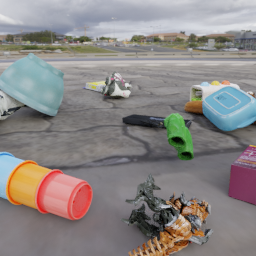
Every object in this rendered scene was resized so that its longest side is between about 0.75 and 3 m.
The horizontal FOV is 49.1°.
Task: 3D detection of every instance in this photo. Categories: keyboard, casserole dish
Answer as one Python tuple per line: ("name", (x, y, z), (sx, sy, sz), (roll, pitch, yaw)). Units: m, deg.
("keyboard", (0.864, -0.163, 8.753), (2.057, 0.264, 1.235), (6, 12, 21))
("casserole dish", (2.996, -0.686, 8.356), (1.344, 0.431, 2.219), (-29, 24, 6))

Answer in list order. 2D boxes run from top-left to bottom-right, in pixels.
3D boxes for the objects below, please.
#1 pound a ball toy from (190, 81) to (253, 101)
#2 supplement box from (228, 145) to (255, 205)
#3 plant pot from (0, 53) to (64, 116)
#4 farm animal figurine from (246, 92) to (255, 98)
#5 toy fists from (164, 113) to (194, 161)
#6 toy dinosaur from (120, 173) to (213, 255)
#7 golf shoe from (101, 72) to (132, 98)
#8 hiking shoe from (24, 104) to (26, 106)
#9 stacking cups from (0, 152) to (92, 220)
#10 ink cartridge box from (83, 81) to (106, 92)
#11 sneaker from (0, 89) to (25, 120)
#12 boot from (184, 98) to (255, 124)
("pound a ball toy", (3.961, -1.464, 11.749), (2.262, 0.961, 1.475), (-8, 19, -22))
("supplement box", (2.221, 0.787, 4.979), (0.486, 0.626, 1.134), (12, 20, 35))
("plant pot", (-3.117, -1.604, 9.637), (2.229, 1.493, 2.229), (32, 3, -2))
("farm animal figurine", (5.176, -0.884, 9.077), (2.255, 1.404, 2.793), (-9, 19, -28))
("toy fists", (1.007, 0.166, 5.542), (0.404, 1.176, 0.599), (-11, 55, 23))
("toy dinosaur", (0.522, 1.195, 3.639), (1.047, 0.788, 1.542), (30, 9, 30))
("golf shoe", (-0.481, -1.963, 13.704), (1.276, 1.118, 2.897), (21, 20, -2))
("hiking shoe", (-3.622, -1.305, 11.470), (2.175, 0.809, 0.943), (5, 19, 16))
("stacking cups", (-1.916, 0.860, 4.696), (2.877, 0.870, 0.870), (12, 20, 22))
("ink cartridge box", (-1.363, -2.409, 15.776), (1.834, 0.436, 1.855), (-13, 23, -35))
("sneaker", (-4.025, -0.525, 8.329), (1.936, 1.188, 2.975), (16, 23, 38))
("boot", (3.748, -0.582, 9.695), (2.637, 0.959, 2.801), (-8, 8, -15))
